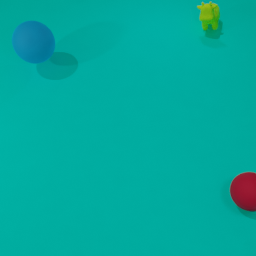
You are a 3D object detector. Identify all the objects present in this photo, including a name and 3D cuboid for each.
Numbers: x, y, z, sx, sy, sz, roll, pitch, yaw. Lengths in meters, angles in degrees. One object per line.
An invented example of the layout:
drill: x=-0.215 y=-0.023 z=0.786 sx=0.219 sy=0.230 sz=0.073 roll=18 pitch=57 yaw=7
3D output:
ball: x=2.665 y=1.383 z=6.096 sx=0.842 sy=0.842 sz=0.842 roll=0 pitch=60 yaw=0
cow figurine: x=2.762 y=-3.895 z=9.444 sx=0.664 sy=1.190 sz=1.209 roll=7 pitch=58 yaw=26
ball: x=-2.760 y=-2.513 z=8.233 sx=1.209 sy=1.209 sz=1.209 roll=0 pitch=60 yaw=0
